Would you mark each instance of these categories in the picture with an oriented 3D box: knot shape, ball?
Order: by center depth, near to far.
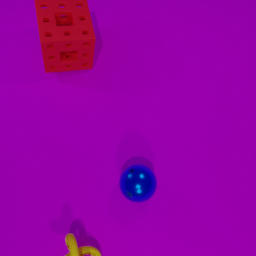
[{"bbox_3d":[-1.013,2.970,6.200,0.541,1.095,1.170,-41,32,12],"label":"knot shape"},{"bbox_3d":[0.241,1.322,6.715,0.912,0.912,0.912,0,73,0],"label":"ball"}]

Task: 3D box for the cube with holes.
[{"bbox_3d":[-1.663,-2.428,7.436,1.307,1.307,1.307,-8,70,-14],"label":"cube with holes"}]
